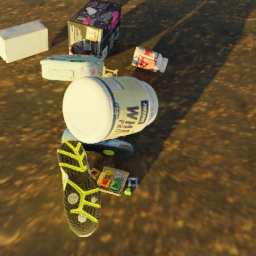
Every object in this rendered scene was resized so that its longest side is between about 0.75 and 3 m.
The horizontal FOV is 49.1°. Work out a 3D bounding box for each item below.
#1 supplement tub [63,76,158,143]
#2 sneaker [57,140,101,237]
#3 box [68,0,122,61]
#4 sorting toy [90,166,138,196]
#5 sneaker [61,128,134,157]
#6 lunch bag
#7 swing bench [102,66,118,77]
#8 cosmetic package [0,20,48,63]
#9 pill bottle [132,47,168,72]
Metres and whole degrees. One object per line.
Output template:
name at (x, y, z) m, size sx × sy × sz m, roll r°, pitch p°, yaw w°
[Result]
supplement tub at (-0.347, -0.505, 6.759) m, size 1.473 × 1.473 × 2.032 m, roll 36°, pitch 29°, yaw 30°
sneaker at (-1.020, 1.302, 6.143) m, size 0.792 × 0.803 × 2.101 m, roll -11°, pitch 58°, yaw -6°
box at (-1.201, -3.586, 10.355) m, size 1.278 × 1.472 × 2.228 m, roll 17°, pitch 46°, yaw 7°
sorting toy at (-0.382, 1.217, 6.642) m, size 1.248 × 0.170 × 0.703 m, roll 12°, pitch 47°, yaw 12°
sneaker at (-0.763, 0.265, 7.195) m, size 1.896 × 0.625 × 0.743 m, roll 7°, pitch 58°, yaw 10°
lunch bag at (-1.716, -1.927, 8.880) m, size 1.849 × 0.713 × 1.483 m, roll 6°, pitch 20°, yaw 21°
swing bench at (-0.656, -1.326, 8.564) m, size 0.493 × 0.759 × 0.755 m, roll 12°, pitch 56°, yaw -22°
cosmetic package at (-3.840, -3.172, 10.244) m, size 1.725 × 0.973 × 0.700 m, roll -29°, pitch 61°, yaw -34°
pill bottle at (0.751, -2.309, 9.583) m, size 1.135 × 0.637 × 0.637 m, roll 18°, pitch 47°, yaw -3°
